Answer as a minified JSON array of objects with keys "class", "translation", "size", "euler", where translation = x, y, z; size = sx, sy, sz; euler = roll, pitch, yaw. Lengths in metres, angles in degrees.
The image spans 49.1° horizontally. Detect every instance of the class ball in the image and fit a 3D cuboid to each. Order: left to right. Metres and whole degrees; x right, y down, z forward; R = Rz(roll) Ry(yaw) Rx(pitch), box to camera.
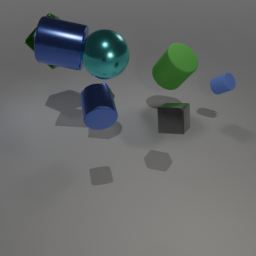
[{"class":"ball","translation":[-0.658,-2.108,8.075],"size":[1.400,1.400,1.400],"euler":[0,31,0]}]

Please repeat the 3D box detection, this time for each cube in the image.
[{"class":"cube","translation":[-2.776,-3.273,10.670],"size":[1.400,1.400,1.400],"euler":[-43,13,11]},{"class":"cube","translation":[-0.948,-0.971,9.299],"size":[0.700,0.700,0.700],"euler":[-6,54,25]},{"class":"cube","translation":[1.226,-0.263,7.446],"size":[0.700,0.700,0.700],"euler":[3,16,25]}]

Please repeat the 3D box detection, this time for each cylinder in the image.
[{"class":"cylinder","translation":[-2.035,-2.618,8.748],"size":[1.400,1.400,1.400],"euler":[10,31,-6]},{"class":"cylinder","translation":[-0.612,-0.438,5.814],"size":[0.700,0.700,0.700],"euler":[-7,52,-11]},{"class":"cylinder","translation":[1.910,-2.492,11.483],"size":[1.400,1.400,1.400],"euler":[10,63,-20]},{"class":"cylinder","translation":[3.723,-1.736,11.000],"size":[0.700,0.700,0.700],"euler":[-25,3,-34]}]
